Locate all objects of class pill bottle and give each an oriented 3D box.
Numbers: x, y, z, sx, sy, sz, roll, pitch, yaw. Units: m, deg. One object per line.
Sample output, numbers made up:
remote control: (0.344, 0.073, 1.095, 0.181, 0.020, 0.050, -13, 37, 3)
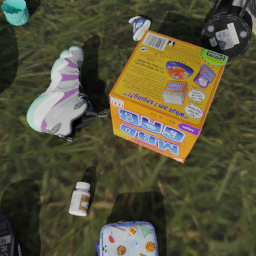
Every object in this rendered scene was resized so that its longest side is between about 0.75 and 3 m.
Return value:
pill bottle: (-1.214, 1.816, 7.202, 0.447, 0.447, 0.781, 7, 64, 3)

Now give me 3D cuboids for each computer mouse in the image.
computer mouse: (-3.280, 3.478, 6.360, 1.981, 0.649, 2.821, -20, 71, -5)

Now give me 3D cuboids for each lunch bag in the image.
lunch bag: (-0.006, 3.050, 6.494, 1.438, 0.678, 1.795, -4, 65, 0)

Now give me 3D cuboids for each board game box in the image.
board game box: (1.001, -0.767, 7.466, 2.192, 2.191, 2.190, 22, 66, 10)

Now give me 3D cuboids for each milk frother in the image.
milk frother: (3.591, -3.454, 8.301, 2.421, 2.185, 2.277, 7, 44, 26)

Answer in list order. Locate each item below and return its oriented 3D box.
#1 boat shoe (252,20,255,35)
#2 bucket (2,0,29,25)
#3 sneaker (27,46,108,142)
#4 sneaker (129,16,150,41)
boat shoe: (4.600, -3.651, 9.822, 1.516, 0.475, 0.556, 41, 71, 18)
bucket: (-3.996, -4.164, 10.017, 0.890, 0.579, 0.890, 0, 64, 0)
sneaker: (-1.413, -0.927, 8.238, 1.989, 1.105, 2.843, 22, 77, 8)
sneaker: (0.265, -3.526, 9.851, 0.708, 0.389, 0.967, 28, 71, 22)
